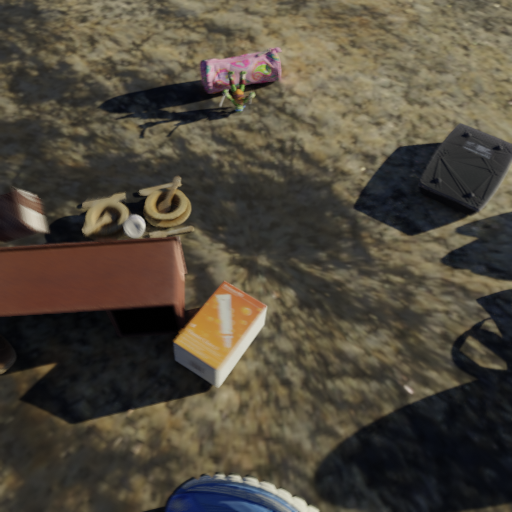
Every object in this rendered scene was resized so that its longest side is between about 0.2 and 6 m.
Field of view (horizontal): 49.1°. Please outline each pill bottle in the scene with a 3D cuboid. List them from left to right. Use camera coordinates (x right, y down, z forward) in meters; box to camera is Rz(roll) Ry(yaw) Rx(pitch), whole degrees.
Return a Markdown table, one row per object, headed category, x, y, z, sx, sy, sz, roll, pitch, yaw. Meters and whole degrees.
| category | x | y | z | sx | sy | sz | roll | pitch | yaw |
| --- | --- | --- | --- | --- | --- | --- | --- | --- | --- |
| pill bottle | -2.136 | -0.528 | 9.835 | 0.351 | 0.351 | 0.586 | -10 | 13 | -7 |

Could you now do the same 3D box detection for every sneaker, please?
| category | x | y | z | sx | sy | sz | roll | pitch | yaw |
| --- | --- | --- | --- | --- | --- | --- | --- | --- | --- |
| sneaker | -4.591 | 1.133 | 8.598 | 1.991 | 0.752 | 0.701 | 28 | 59 | 19 |
| sneaker | 0.312 | 3.647 | 6.526 | 3.217 | 1.264 | 1.434 | 20 | 54 | 13 |

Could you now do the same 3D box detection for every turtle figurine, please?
| category | x | y | z | sx | sy | sz | roll | pitch | yaw |
| --- | --- | --- | --- | --- | --- | --- | --- | --- | --- |
| turtle figurine | -0.368 | -3.447 | 11.659 | 0.600 | 0.834 | 0.809 | -5 | 92 | 21 |

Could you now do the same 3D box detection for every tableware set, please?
| category | x | y | z | sx | sy | sz | roll | pitch | yaw |
| --- | --- | --- | --- | --- | --- | --- | --- | --- | --- |
| tableware set | -2.182 | -0.826 | 10.192 | 1.970 | 0.395 | 1.302 | -14 | 56 | -9 |

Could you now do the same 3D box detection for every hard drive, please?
| category | x | y | z | sx | sy | sz | roll | pitch | yaw |
| --- | --- | --- | --- | --- | --- | --- | --- | --- | --- |
| hard drive | 4.046 | -1.652 | 10.765 | 1.346 | 0.422 | 1.996 | 29 | 60 | 19 |

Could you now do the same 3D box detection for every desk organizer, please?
| category | x | y | z | sx | sy | sz | roll | pitch | yaw |
| --- | --- | --- | --- | --- | --- | --- | --- | --- | --- |
| desk organizer | -2.694 | 0.570 | 8.798 | 3.106 | 1.114 | 1.196 | -4 | 57 | -3 |

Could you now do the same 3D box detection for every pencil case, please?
| category | x | y | z | sx | sy | sz | roll | pitch | yaw |
| --- | --- | --- | --- | --- | --- | --- | --- | --- | --- |
| pencil case | -0.325 | -4.078 | 12.277 | 1.797 | 0.786 | 0.786 | -14 | 56 | -9 |

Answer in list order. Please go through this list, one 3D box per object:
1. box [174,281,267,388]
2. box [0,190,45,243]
| category | x | y | z | sx | sy | sz | roll | pitch | yaw |
| --- | --- | --- | --- | --- | --- | --- | --- | --- | --- |
| box | -0.537 | 1.184 | 8.575 | 0.821 | 0.643 | 1.319 | 29 | 57 | 14 |
| box | -3.735 | -0.593 | 8.555 | 0.715 | 0.593 | 0.587 | -15 | 85 | 5 |
